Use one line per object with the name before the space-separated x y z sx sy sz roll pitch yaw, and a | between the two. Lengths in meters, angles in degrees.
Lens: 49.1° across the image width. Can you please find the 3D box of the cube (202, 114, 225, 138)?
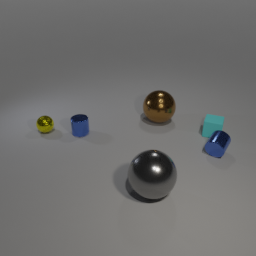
cube | 3.375 -0.055 11.095 0.700 0.700 0.700 11 31 20

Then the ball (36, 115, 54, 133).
ball | -3.339 -0.157 11.290 0.700 0.700 0.700 0 29 0

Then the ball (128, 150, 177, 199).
ball | 0.692 1.315 7.985 1.400 1.400 1.400 0 29 0

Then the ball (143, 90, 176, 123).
ball | 1.329 -0.906 11.910 1.400 1.400 1.400 0 29 0

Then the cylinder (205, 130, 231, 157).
cylinder | 3.163 0.554 9.859 0.700 0.700 0.700 19 48 30

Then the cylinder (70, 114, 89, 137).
cylinder | -1.911 -0.098 11.177 0.700 0.700 0.700 0 29 0
